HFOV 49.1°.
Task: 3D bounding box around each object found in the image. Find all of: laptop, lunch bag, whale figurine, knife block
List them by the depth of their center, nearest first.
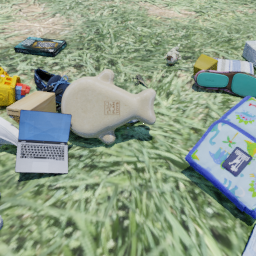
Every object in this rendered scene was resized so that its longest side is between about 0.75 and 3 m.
[{"bbox_3d":[3.110,0.695,7.161,2.585,1.647,2.198,-36,55,-18],"label":"lunch bag"},{"bbox_3d":[-2.230,0.388,7.481,1.354,0.838,1.446,5,55,-20],"label":"laptop"},{"bbox_3d":[-0.554,-0.636,8.559,2.808,2.234,1.457,-2,5,3],"label":"whale figurine"},{"bbox_3d":[-2.711,-0.814,8.720,0.684,2.138,1.877,7,70,9],"label":"knife block"}]

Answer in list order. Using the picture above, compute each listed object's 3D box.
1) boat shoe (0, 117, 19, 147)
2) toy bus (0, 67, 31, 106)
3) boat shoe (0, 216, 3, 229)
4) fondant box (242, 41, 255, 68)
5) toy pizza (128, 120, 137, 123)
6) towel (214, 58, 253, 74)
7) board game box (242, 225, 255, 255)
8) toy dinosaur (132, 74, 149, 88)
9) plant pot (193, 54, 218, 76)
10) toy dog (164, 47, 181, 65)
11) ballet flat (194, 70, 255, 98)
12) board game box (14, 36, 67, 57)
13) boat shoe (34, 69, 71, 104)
[{"bbox_3d":[-3.949,0.128,8.334,2.633,0.948,0.902,29,75,13],"label":"boat shoe"},{"bbox_3d":[-4.388,-1.512,10.186,1.603,1.133,1.670,3,35,-17],"label":"toy bus"},{"bbox_3d":[-3.781,1.998,6.132,1.840,0.785,0.680,0,40,0],"label":"boat shoe"},{"bbox_3d":[6.412,-2.981,12.108,1.817,0.734,2.519,-5,41,-7],"label":"fondant box"},{"bbox_3d":[-0.153,-0.566,9.618,1.389,0.220,1.389,2,41,-2],"label":"toy pizza"},{"bbox_3d":[4.373,-2.546,11.979,1.905,0.227,1.399,10,41,12],"label":"towel"},{"bbox_3d":[3.127,2.770,5.558,1.552,0.338,1.560,26,46,27],"label":"board game box"},{"bbox_3d":[0.434,-1.908,11.231,0.466,0.251,1.056,-9,44,-21],"label":"toy dinosaur"},{"bbox_3d":[3.110,-2.400,11.440,0.711,0.806,0.806,-39,53,-21],"label":"plant pot"},{"bbox_3d":[1.965,-3.170,12.485,0.797,0.574,0.822,-1,39,18],"label":"toy dog"},{"bbox_3d":[3.879,-1.776,10.679,2.668,0.922,0.949,10,22,13],"label":"ballet flat"},{"bbox_3d":[-4.226,-3.972,13.631,2.087,0.294,1.412,10,41,12],"label":"board game box"},{"bbox_3d":[-2.709,-1.531,10.273,2.335,0.802,0.983,20,52,24],"label":"boat shoe"}]
